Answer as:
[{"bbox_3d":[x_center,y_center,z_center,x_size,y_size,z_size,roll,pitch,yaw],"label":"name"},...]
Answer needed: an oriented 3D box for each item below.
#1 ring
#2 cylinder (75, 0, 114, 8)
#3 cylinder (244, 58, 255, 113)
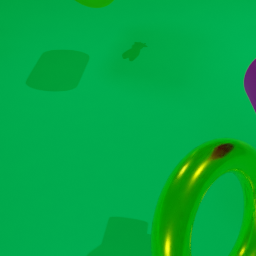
[{"bbox_3d":[1.111,1.134,3.325,2.048,2.048,0.410,-41,25,-25],"label":"ring"},{"bbox_3d":[-0.698,-3.704,6.252,1.385,1.385,1.385,13,64,9],"label":"cylinder"},{"bbox_3d":[1.654,-0.364,2.863,0.745,0.745,0.745,5,37,3],"label":"cylinder"}]
